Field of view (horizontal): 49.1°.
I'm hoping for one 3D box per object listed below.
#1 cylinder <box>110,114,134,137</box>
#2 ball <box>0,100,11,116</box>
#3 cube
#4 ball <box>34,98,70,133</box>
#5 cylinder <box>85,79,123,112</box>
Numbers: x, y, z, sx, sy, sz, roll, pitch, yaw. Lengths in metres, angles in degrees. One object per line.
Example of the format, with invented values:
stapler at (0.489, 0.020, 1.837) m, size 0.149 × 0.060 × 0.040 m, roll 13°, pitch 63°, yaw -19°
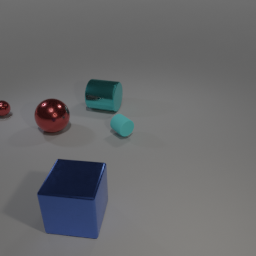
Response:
cylinder at (-0.234, -0.116, 11.116) m, size 0.700 × 0.700 × 0.700 m, roll -21°, pitch 37°, yaw -32°
ball at (-5.633, -0.886, 12.529) m, size 0.700 × 0.700 × 0.700 m, roll 0°, pitch 30°, yaw 0°
cube at (-1.353, 1.813, 7.350) m, size 1.400 × 1.400 × 1.400 m, roll 4°, pitch 31°, yaw 7°
ball at (-3.076, -0.503, 11.392) m, size 1.400 × 1.400 × 1.400 m, roll 0°, pitch 30°, yaw 0°
cylinder at (-1.112, -1.537, 13.128) m, size 1.400 × 1.400 × 1.400 m, roll 8°, pitch 31°, yaw 14°
